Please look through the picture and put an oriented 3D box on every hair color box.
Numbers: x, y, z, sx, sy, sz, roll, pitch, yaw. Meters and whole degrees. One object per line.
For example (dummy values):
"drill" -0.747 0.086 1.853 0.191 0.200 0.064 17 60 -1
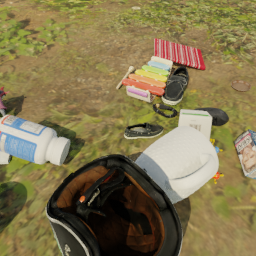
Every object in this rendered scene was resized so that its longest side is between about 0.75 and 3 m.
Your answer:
"hair color box" 3.962 0.818 8.966 0.442 0.730 1.460 20 41 -18

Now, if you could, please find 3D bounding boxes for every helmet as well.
"helmet" -0.228 2.171 6.160 2.747 2.619 2.747 -29 18 10

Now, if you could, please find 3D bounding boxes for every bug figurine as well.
"bug figurine" 2.382 0.984 9.081 1.375 0.456 1.773 14 39 7

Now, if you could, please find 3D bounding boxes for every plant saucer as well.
"plant saucer" 5.032 -1.856 12.500 0.868 0.149 0.868 0 41 0

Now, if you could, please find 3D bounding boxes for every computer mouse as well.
"computer mouse" 2.407 -0.665 10.907 2.984 0.508 0.875 9 44 11

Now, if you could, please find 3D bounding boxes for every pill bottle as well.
"pill bottle" -3.022 0.456 8.931 2.155 1.209 1.209 19 44 1

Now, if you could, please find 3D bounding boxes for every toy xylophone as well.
"toy xylophone" 0.724 -2.169 12.326 2.155 0.740 2.944 14 45 12

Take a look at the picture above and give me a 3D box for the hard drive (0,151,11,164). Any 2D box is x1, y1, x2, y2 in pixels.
"hard drive" -4.475 0.932 9.385 1.050 0.138 0.692 -3 42 -4

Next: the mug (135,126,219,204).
"mug" 1.306 1.146 7.597 2.117 1.782 2.414 -30 9 -28

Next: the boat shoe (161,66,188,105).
"boat shoe" 2.059 -1.856 12.050 0.913 0.761 2.446 17 46 16

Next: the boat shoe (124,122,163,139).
"boat shoe" 0.585 0.026 10.139 1.468 0.487 0.548 -5 42 -5

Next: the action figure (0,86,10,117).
"action figure" -5.397 -0.852 10.364 1.523 1.693 2.274 16 58 26

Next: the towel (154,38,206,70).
"towel" 2.550 -3.684 13.995 2.611 0.294 1.888 12 41 -6

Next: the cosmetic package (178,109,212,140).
"cosmetic package" 2.212 -0.139 9.441 1.012 0.798 1.881 5 10 9
